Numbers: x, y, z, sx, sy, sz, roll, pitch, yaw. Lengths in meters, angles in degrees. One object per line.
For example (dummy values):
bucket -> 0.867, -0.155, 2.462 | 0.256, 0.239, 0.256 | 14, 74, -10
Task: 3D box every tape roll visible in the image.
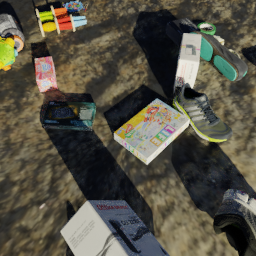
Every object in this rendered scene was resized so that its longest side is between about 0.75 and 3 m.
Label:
tape roll -> 3.371, -4.261, 12.082 | 0.783, 0.188, 0.783 | 0, 52, 0

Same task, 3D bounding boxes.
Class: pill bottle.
pill bottle -> -4.719, -3.763, 11.223 | 0.913, 0.913, 1.719 | -22, 55, -17

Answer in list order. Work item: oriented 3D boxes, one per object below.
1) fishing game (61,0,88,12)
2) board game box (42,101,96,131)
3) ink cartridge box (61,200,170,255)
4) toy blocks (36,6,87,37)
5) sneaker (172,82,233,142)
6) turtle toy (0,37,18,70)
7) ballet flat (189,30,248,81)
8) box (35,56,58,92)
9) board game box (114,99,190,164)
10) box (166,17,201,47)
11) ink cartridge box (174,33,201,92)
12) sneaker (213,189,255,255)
fishing game -> -2.574, -5.849, 13.370 | 1.279, 0.199, 0.916 | 6, 54, 4
board game box -> -1.858, -0.397, 8.941 | 1.565, 0.220, 1.058 | 3, 51, 2
ink cartridge box -> -0.058, 2.533, 5.568 | 0.929, 1.601, 2.219 | -51, 60, 8
toy blocks -> -2.874, -4.733, 12.130 | 1.951, 0.709, 1.626 | -14, 53, -11
sneaker -> 2.243, -0.487, 8.550 | 0.851, 0.933, 2.305 | -31, 57, -22
turtle toy -> -4.836, -2.745, 10.409 | 1.695, 0.857, 1.235 | 20, 77, 18
ballet flat -> 3.391, -2.794, 10.443 | 0.990, 0.990, 2.709 | -27, 62, -20
box -> -2.908, -1.923, 9.940 | 0.628, 0.579, 1.223 | -10, 52, -8
board game box -> 0.741, 0.035, 8.507 | 1.331, 0.339, 1.979 | 36, 60, 26
box -> 2.272, -3.994, 11.619 | 0.986, 0.564, 1.083 | -18, 53, -16
ink cartridge box -> 2.080, -2.233, 9.790 | 0.687, 1.195, 2.041 | 10, 52, 8
sneaker -> 3.031, 2.591, 6.051 | 1.214, 1.024, 2.776 | -37, 56, -25
